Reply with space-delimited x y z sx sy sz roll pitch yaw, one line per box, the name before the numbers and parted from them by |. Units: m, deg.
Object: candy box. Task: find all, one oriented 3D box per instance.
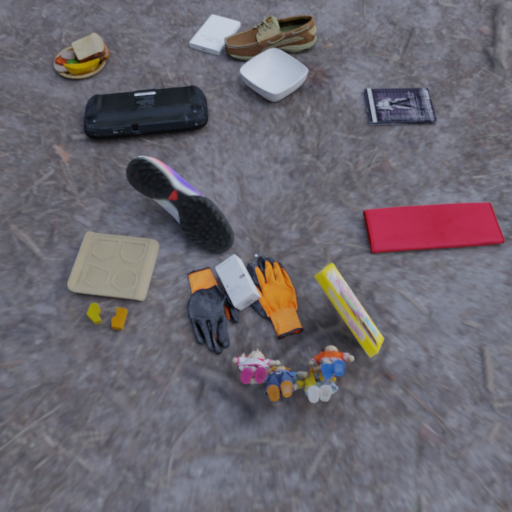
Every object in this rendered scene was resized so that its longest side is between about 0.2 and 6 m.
candy box | 1.695 0.945 10.114 0.226 0.875 1.712 -35 86 20

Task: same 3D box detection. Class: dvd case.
dvd case | 3.570 -3.734 13.965 1.643 0.131 1.222 -1 57 -1

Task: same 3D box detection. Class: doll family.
doll family | 0.638 2.085 9.512 2.059 1.278 0.928 -4 95 5

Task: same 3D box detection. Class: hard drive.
hard drive | -1.134 -6.111 15.471 0.910 0.184 1.379 20 60 13

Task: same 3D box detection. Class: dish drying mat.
dish drying mat | 3.731 -0.607 11.885 2.801 0.255 1.076 -4 58 -3

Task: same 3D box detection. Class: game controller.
game controller | -2.681 -3.522 13.658 2.996 0.631 1.563 -6 43 -5

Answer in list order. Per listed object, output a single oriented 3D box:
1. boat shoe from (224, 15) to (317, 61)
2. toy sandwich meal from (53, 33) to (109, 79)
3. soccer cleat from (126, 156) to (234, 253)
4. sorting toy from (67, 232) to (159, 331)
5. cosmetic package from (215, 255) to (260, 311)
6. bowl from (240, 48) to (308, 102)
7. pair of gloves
boat shoe | 0.389 -5.926 14.901 2.522 0.931 0.954 -13 58 -8
toy sandwich meal | -4.610 -5.250 14.710 1.521 0.521 1.521 0 57 0
soccer cleat | -1.475 -1.128 11.732 2.691 0.985 0.918 39 106 0
sorting toy | -2.903 0.485 11.188 1.547 0.278 2.077 9 58 0
cosmetic package | -0.367 0.516 10.981 0.503 0.367 0.990 -35 60 8
bowl | 0.444 -4.520 14.244 1.402 0.523 1.400 -40 65 -23
pair of gloves | -0.271 0.888 10.906 2.133 0.264 1.901 -13 58 -7
